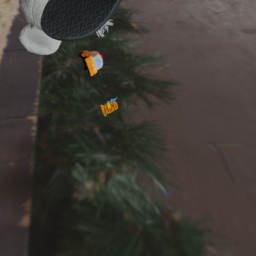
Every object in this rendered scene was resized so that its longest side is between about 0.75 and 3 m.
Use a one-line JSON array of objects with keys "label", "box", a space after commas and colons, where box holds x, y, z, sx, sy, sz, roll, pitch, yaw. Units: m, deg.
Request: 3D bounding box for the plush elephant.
[{"label": "plush elephant", "box": [-1.776, -2.793, 6.134, 2.479, 2.042, 1.919, 39, 30, 17]}]

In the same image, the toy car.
[{"label": "toy car", "box": [-0.524, -0.898, 5.294, 0.410, 1.231, 0.604, -24, 17, -8]}]

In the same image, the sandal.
[{"label": "sandal", "box": [-0.364, -1.859, 3.963, 1.949, 0.466, 0.733, -44, 87, -9]}]
